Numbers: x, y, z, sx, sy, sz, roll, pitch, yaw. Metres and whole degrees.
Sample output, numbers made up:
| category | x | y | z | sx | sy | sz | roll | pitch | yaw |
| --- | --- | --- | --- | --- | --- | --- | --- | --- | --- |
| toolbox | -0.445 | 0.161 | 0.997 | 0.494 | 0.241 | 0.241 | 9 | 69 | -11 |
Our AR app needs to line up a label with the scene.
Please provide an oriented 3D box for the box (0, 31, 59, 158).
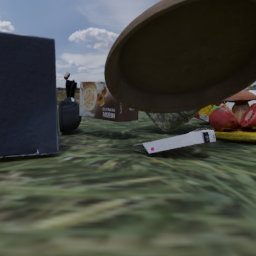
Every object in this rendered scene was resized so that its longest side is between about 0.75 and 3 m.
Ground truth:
| category | x | y | z | sx | sy | sz | roll | pitch | yaw |
| --- | --- | --- | --- | --- | --- | --- | --- | --- | --- |
| box | -2.899 | -0.484 | 4.237 | 2.824 | 1.755 | 2.847 | -3 | 6 | -36 |

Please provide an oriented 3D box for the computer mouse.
| category | x | y | z | sx | sy | sz | roll | pitch | yaw |
| --- | --- | --- | --- | --- | --- | --- | --- | --- | --- |
| computer mouse | -1.428 | -0.694 | 7.190 | 0.494 | 1.507 | 2.146 | -1 | 7 | -6 |

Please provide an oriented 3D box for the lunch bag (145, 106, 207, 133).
| category | x | y | z | sx | sy | sz | roll | pitch | yaw |
| --- | --- | --- | --- | --- | --- | --- | --- | --- | --- |
| lunch bag | 1.536 | -1.284 | 6.845 | 2.504 | 1.745 | 2.100 | -28 | -15 | -51 |

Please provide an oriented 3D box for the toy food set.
| category | x | y | z | sx | sy | sz | roll | pitch | yaw |
| --- | --- | --- | --- | --- | --- | --- | --- | --- | --- |
| toy food set | 2.624 | -0.302 | 5.648 | 2.993 | 0.978 | 1.761 | 1 | 5 | 32 |

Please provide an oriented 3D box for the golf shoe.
| category | x | y | z | sx | sy | sz | roll | pitch | yaw |
| --- | --- | --- | --- | --- | --- | --- | --- | --- | --- |
| golf shoe | 3.510 | -0.398 | 6.775 | 2.655 | 1.025 | 1.170 | -7 | 29 | 26 |

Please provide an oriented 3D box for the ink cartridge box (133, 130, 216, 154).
| category | x | y | z | sx | sy | sz | roll | pitch | yaw |
| --- | --- | --- | --- | --- | --- | --- | --- | --- | --- |
| ink cartridge box | 0.650 | 0.216 | 3.996 | 1.070 | 0.198 | 0.507 | -12 | -6 | 34 |

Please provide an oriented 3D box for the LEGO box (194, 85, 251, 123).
| category | x | y | z | sx | sy | sz | roll | pitch | yaw |
| --- | --- | --- | --- | --- | --- | --- | --- | --- | --- |
| LEGO box | 3.333 | -1.178 | 9.688 | 0.955 | 1.844 | 2.476 | 23 | 18 | 33 |

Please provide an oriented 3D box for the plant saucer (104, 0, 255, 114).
| category | x | y | z | sx | sy | sz | roll | pitch | yaw |
| --- | --- | --- | --- | --- | --- | --- | --- | --- | --- |
| plant saucer | 0.894 | -0.963 | 4.001 | 2.508 | 0.369 | 2.508 | -7 | -27 | -3 |

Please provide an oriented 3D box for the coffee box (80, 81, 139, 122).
| category | x | y | z | sx | sy | sz | roll | pitch | yaw |
| --- | --- | --- | --- | --- | --- | --- | --- | --- | --- |
| coffee box | -0.434 | -0.593 | 5.978 | 0.563 | 0.808 | 1.413 | -5 | 11 | -40 |
